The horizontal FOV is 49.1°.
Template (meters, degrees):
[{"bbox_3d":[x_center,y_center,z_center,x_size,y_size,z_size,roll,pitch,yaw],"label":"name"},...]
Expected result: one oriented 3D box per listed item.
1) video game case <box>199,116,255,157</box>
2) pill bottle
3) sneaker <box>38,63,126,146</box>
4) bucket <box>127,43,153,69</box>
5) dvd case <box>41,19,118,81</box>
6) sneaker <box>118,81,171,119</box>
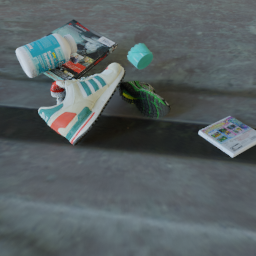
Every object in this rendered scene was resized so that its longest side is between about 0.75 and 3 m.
[{"bbox_3d":[2.551,0.172,6.917,1.188,0.141,1.081,-22,41,-26],"label":"video game case"},{"bbox_3d":[-2.467,-2.312,8.675,1.719,0.952,0.952,-31,45,-19],"label":"pill bottle"},{"bbox_3d":[-1.103,-0.979,7.056,1.358,1.023,2.906,34,51,-9],"label":"sneaker"},{"bbox_3d":[0.436,-2.437,9.567,0.808,0.808,0.526,-25,65,-30],"label":"bucket"},{"bbox_3d":[-2.031,-2.771,9.998,2.152,0.324,2.948,31,53,11],"label":"dvd case"},{"bbox_3d":[0.543,-0.931,7.882,0.822,0.753,1.931,-23,41,-26],"label":"sneaker"}]
